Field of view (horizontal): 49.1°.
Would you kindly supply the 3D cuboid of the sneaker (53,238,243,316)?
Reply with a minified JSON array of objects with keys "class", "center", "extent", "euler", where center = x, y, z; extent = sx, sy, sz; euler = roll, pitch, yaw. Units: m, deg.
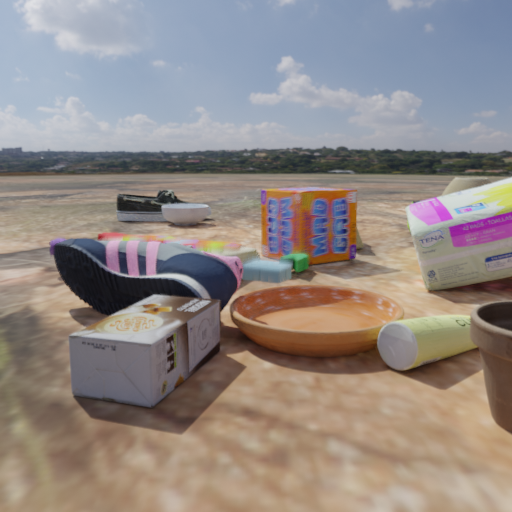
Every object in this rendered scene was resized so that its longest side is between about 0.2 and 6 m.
[{"class":"sneaker","center":[-1.299,0.198,6.638],"extent":[2.541,0.891,1.042],"euler":[15,35,31]}]

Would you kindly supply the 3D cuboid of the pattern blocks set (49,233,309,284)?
[{"class":"pattern blocks set","center":[-1.238,-0.066,8.958],"extent":[4.090,0.331,3.595],"euler":[5,7,10]}]

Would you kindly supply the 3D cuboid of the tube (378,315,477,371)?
[{"class":"tube","center":[1.869,0.748,5.435],"extent":[1.705,0.443,0.495],"euler":[-2,48,-39]}]

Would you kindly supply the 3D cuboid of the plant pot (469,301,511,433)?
[{"class":"plant pot","center":[1.958,0.811,3.922],"extent":[0.916,0.798,0.916],"euler":[0,10,0]}]

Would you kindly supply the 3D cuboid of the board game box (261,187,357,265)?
[{"class":"board game box","center":[0.938,-0.584,10.125],"extent":[1.249,1.248,1.250],"euler":[-6,11,-31]}]

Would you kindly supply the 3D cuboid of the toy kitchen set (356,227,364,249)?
[{"class":"toy kitchen set","center":[1.549,-0.502,11.681],"extent":[1.093,0.804,1.365],"euler":[-21,9,10]}]

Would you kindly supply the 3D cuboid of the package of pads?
[{"class":"package of pads","center":[3.709,-0.502,8.826],"extent":[2.461,1.086,3.185],"euler":[-14,8,15]}]

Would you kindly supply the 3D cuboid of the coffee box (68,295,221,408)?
[{"class":"coffee box","center":[-0.897,0.766,4.888],"extent":[0.763,0.532,1.334],"euler":[4,11,20]}]

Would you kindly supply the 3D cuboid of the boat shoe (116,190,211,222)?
[{"class":"boat shoe","center":[-2.607,-1.436,15.889],"extent":[2.673,0.851,0.945],"euler":[-2,11,-9]}]

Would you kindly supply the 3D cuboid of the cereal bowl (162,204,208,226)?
[{"class":"cereal bowl","center":[-1.896,-1.094,14.991],"extent":[1.234,0.514,1.234],"euler":[0,10,0]}]

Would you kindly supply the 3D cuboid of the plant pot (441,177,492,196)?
[{"class":"plant pot","center":[5.921,-1.553,15.532],"extent":[1.833,1.230,1.833],"euler":[-1,11,0]}]

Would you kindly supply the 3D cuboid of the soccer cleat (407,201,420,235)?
[{"class":"soccer cleat","center":[4.183,-0.798,12.384],"extent":[0.730,0.876,2.161],"euler":[-6,12,-30]}]

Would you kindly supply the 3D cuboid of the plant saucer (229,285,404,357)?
[{"class":"plant saucer","center":[0.628,0.672,5.955],"extent":[1.824,0.341,1.824],"euler":[0,12,0]}]
